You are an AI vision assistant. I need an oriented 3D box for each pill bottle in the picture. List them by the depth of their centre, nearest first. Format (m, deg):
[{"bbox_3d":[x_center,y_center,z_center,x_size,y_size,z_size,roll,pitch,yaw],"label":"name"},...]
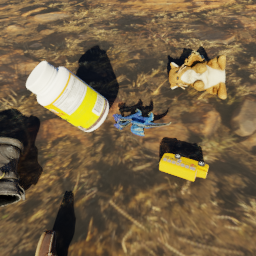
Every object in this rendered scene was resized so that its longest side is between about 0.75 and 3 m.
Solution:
[{"bbox_3d":[-2.029,-1.067,9.595,1.464,2.680,1.464,-28,43,30],"label":"pill bottle"}]

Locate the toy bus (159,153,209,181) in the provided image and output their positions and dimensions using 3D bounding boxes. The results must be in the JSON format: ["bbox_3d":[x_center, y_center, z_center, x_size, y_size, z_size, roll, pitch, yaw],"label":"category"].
[{"bbox_3d":[1.716,1.216,8.620,1.399,0.455,0.548,17,41,20],"label":"toy bus"}]

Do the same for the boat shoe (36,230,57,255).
[{"bbox_3d":[-1.760,3.086,6.153,0.601,0.602,1.709,-3,46,5],"label":"boat shoe"}]

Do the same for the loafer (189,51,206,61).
[{"bbox_3d":[3.634,-3.326,14.231,0.730,0.659,1.930,-16,41,-19],"label":"loafer"}]

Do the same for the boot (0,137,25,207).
[{"bbox_3d":[-4.366,1.307,8.091,2.824,0.978,2.458,-5,38,-10],"label":"boot"}]

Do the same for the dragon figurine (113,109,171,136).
[{"bbox_3d":[0.452,-0.134,10.213,2.089,0.615,1.039,21,43,26],"label":"dragon figurine"}]

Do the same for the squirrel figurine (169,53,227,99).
[{"bbox_3d":[3.036,-2.368,12.538,2.355,1.786,2.523,-3,23,12],"label":"squirrel figurine"}]
